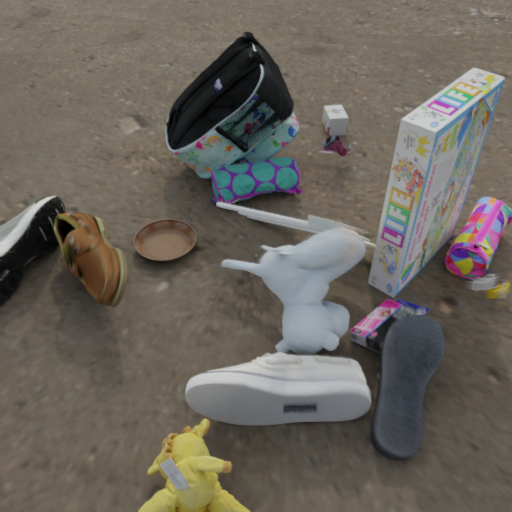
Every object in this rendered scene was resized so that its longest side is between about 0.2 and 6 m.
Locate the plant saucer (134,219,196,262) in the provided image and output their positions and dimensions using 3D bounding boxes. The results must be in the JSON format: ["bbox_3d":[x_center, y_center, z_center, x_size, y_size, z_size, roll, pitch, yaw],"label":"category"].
[{"bbox_3d":[-1.914,-0.279,11.835,1.308,0.239,1.308,0,44,0],"label":"plant saucer"}]

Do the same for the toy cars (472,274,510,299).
[{"bbox_3d":[4.424,0.603,10.443,0.969,0.434,0.215,22,19,-32],"label":"toy cars"}]

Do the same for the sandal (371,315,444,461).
[{"bbox_3d":[2.364,2.039,9.129,0.976,0.550,2.568,23,58,7],"label":"sandal"}]

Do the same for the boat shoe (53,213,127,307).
[{"bbox_3d":[-3.241,0.039,10.604,0.968,1.024,2.846,18,15,-35],"label":"boat shoe"}]

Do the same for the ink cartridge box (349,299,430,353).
[{"bbox_3d":[2.430,1.177,10.143,1.479,0.274,0.700,-31,32,-31],"label":"ink cartridge box"}]

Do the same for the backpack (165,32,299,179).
[{"bbox_3d":[-0.641,-3.329,13.351,3.081,2.319,2.735,-33,42,18],"label":"backpack"}]

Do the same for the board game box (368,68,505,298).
[{"bbox_3d":[3.250,-1.265,10.372,0.628,3.669,2.467,32,51,28],"label":"board game box"}]

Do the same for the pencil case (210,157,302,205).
[{"bbox_3d":[-0.025,-1.695,12.867,2.058,0.876,0.951,-14,74,-16],"label":"pencil case"}]

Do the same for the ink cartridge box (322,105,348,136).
[{"bbox_3d":[2.146,-3.699,15.259,0.525,0.528,0.726,-5,43,-5],"label":"ink cartridge box"}]

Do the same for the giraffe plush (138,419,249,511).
[{"bbox_3d":[-0.942,3.070,7.596,1.516,1.757,1.425,-13,16,-8],"label":"giraffe plush"}]

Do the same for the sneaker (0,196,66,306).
[{"bbox_3d":[-4.916,-0.291,11.265,1.173,1.094,2.959,13,45,20],"label":"sneaker"}]

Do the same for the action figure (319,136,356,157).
[{"bbox_3d":[2.071,-2.642,13.884,0.562,0.839,0.625,18,83,48],"label":"action figure"}]

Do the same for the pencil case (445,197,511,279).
[{"bbox_3d":[4.603,-0.388,11.492,0.916,0.916,2.073,22,47,22],"label":"pencil case"}]

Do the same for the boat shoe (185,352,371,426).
[{"bbox_3d":[0.345,1.988,8.875,2.876,1.035,0.945,-2,38,-2],"label":"boat shoe"}]

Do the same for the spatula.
[{"bbox_3d":[0.857,-0.660,11.182,3.085,0.248,2.145,15,2,24],"label":"spatula"}]

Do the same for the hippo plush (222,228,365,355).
[{"bbox_3d":[1.022,0.657,9.400,1.850,1.867,2.323,-20,-9,34],"label":"hippo plush"}]
